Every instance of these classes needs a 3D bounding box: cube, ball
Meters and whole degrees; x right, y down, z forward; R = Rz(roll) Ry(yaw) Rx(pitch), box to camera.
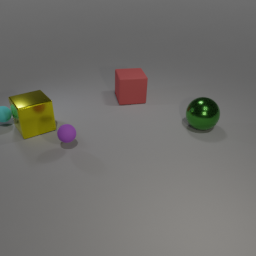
[{"bbox_3d":[0.127,-2.143,14.299,1.400,1.400,1.400,-5,33,-10],"label":"cube"},{"bbox_3d":[-2.282,0.203,10.443,0.700,0.700,0.700,0,31,0],"label":"ball"},{"bbox_3d":[-5.377,-0.591,12.045,0.700,0.700,0.700,0,31,0],"label":"ball"},{"bbox_3d":[3.137,-0.599,11.761,1.400,1.400,1.400,0,31,0],"label":"ball"},{"bbox_3d":[-4.010,-0.609,11.778,1.400,1.400,1.400,-19,36,-29],"label":"cube"}]
